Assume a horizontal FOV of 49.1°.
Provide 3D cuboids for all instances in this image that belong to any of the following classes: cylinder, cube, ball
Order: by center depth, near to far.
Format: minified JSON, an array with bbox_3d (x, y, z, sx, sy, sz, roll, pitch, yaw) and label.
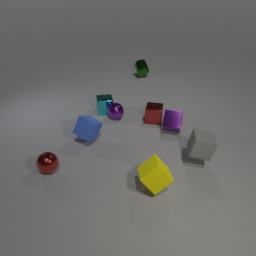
[{"bbox_3d":[0.779,1.334,8.085,0.700,0.700,0.700,-39,20,11],"label":"cube"},{"bbox_3d":[2.355,0.526,8.953,0.700,0.700,0.700,14,30,-3],"label":"cube"},{"bbox_3d":[-2.589,1.107,9.007,0.700,0.700,0.700,0,32,0],"label":"ball"},{"bbox_3d":[-1.475,-0.009,10.309,0.700,0.700,0.700,27,12,19],"label":"cube"},{"bbox_3d":[1.758,-0.284,11.011,0.700,0.700,0.700,7,-8,11],"label":"cube"},{"bbox_3d":[1.102,-0.614,11.797,0.700,0.700,0.700,6,32,9],"label":"cube"},{"bbox_3d":[-0.514,-0.730,11.953,0.700,0.700,0.700,0,32,0],"label":"ball"},{"bbox_3d":[-1.029,-1.036,12.481,0.700,0.700,0.700,-6,32,-9],"label":"cube"},{"bbox_3d":[0.794,-3.402,15.912,0.700,0.700,0.700,-10,63,-16],"label":"cylinder"}]
